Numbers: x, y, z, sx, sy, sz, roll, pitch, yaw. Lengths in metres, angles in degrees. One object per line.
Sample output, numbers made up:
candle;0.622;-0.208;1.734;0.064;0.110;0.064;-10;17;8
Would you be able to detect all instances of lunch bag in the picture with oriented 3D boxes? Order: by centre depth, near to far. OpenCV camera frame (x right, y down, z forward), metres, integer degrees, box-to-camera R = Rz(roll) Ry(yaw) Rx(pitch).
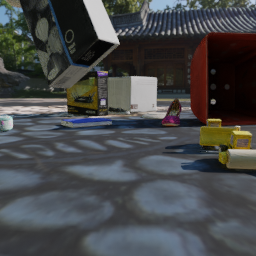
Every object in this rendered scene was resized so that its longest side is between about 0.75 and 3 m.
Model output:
lunch bag;-3.858;-0.129;7.919;1.089;0.420;0.873;-2;8;-14

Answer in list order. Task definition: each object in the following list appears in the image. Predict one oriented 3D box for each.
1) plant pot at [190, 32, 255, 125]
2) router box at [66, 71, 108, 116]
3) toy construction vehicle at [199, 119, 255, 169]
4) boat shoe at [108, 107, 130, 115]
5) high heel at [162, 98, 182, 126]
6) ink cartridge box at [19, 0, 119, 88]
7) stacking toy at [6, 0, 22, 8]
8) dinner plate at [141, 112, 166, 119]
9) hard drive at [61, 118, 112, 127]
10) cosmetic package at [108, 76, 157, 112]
plant pot;3.764;-1.655;10.410;2.983;2.980;2.629;-1;3;-9
router box;-1.993;-1.645;13.400;0.666;2.006;2.551;-7;10;-44
toy construction vehicle;2.209;0.107;4.813;1.852;0.749;2.127;1;8;11
boat shoe;-0.472;-0.845;13.682;1.214;0.344;0.417;4;9;31
high heel;1.519;-0.552;9.431;0.605;0.862;1.797;3;8;22
ink cartridge box;-1.277;-2.314;4.982;1.443;2.903;0.569;-33;-17;36
stacking toy;-2.436;-3.308;6.924;0.859;0.859;1.176;1;10;9
dinner plate;1.397;-0.551;12.135;1.632;0.198;1.632;1;7;0
hard drive;-1.384;-0.198;9.360;1.408;0.179;0.929;-5;9;-35
cosmetic package;0.199;-1.879;15.638;1.873;1.875;2.272;-6;9;-37
